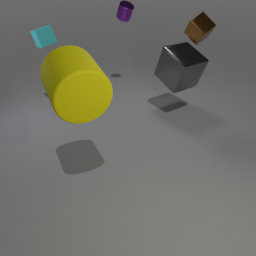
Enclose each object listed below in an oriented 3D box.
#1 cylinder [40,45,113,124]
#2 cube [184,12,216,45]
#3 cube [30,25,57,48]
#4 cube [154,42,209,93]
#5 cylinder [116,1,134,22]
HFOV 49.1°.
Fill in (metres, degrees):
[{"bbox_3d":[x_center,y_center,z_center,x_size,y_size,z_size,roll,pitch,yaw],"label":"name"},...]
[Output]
[{"bbox_3d":[-1.256,-1.048,6.695,1.400,1.400,1.400,-13,42,-21],"label":"cylinder"},{"bbox_3d":[2.597,-3.598,10.156,0.700,0.700,0.700,-39,83,-16],"label":"cube"},{"bbox_3d":[-3.412,-3.700,11.356,0.700,0.700,0.700,-31,29,-22],"label":"cube"},{"bbox_3d":[2.190,-2.535,11.699,1.400,1.400,1.400,-20,57,-31],"label":"cube"},{"bbox_3d":[-0.142,-5.561,13.348,0.700,0.700,0.700,11,51,-14],"label":"cylinder"}]
